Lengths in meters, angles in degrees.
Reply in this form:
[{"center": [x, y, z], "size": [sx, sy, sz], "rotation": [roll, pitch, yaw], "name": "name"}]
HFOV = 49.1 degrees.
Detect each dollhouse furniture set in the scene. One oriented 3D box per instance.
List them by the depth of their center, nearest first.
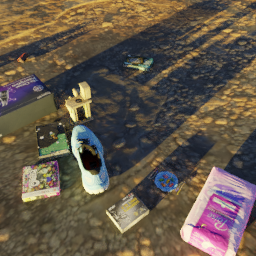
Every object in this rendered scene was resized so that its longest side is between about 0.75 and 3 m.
[{"center": [-2.213, -1.228, 11.269], "size": [0.952, 1.712, 1.514], "rotation": [-24, 51, -21], "name": "dollhouse furniture set"}]

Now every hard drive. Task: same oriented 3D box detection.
[{"center": [-2.866, 0.452, 10.626], "size": [1.127, 0.305, 1.613], "rotation": [-13, 47, -12], "name": "hard drive"}]

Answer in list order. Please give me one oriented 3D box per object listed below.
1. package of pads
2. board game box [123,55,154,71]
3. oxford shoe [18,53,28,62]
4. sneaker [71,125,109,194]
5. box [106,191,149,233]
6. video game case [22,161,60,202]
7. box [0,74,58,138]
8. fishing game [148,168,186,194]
[{"center": [2.742, 2.442, 8.266], "size": [1.501, 0.942, 2.490], "rotation": [23, 50, 24], "name": "package of pads"}, {"center": [0.526, -3.344, 14.362], "size": [1.416, 0.199, 0.958], "rotation": [12, 47, 11], "name": "board game box"}, {"center": [-5.436, -3.670, 14.681], "size": [0.310, 0.304, 0.855], "rotation": [31, 40, -14], "name": "oxford shoe"}, {"center": [-1.298, 0.794, 9.630], "size": [1.093, 1.254, 2.789], "rotation": [-16, 48, -15], "name": "sneaker"}, {"center": [-0.015, 2.570, 8.616], "size": [1.055, 0.255, 0.836], "rotation": [-29, 52, -25], "name": "box"}, {"center": [-2.919, 1.760, 9.416], "size": [1.177, 0.233, 1.299], "rotation": [-9, 47, -8], "name": "video game case"}, {"center": [-4.562, -0.993, 11.548], "size": [2.618, 1.032, 1.847], "rotation": [-31, 56, -26], "name": "box"}, {"center": [1.292, 1.773, 9.452], "size": [1.157, 0.180, 0.828], "rotation": [28, 50, 25], "name": "fishing game"}]
